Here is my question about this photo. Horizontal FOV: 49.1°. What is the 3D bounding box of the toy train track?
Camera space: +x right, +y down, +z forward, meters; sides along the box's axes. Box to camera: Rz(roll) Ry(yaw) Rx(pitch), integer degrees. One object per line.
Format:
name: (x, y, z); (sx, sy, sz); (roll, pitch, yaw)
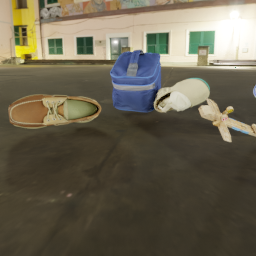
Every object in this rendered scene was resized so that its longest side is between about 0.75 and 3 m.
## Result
toy train track: (2.250, -0.165, 5.883); (1.890, 0.307, 1.084); (16, 47, -33)

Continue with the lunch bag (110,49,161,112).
lunch bag: (0.345, -1.767, 9.558); (1.533, 1.493, 2.257); (5, 39, 10)

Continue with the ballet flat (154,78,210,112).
ballet flat: (1.399, -0.802, 8.022); (0.856, 0.856, 2.463); (-5, 0, -17)

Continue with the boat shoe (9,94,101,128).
boat shoe: (-1.703, -0.466, 6.846); (2.240, 0.848, 0.827); (-9, 4, -28)

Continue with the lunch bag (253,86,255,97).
lunch bag: (3.927, -0.744, 6.371); (0.740, 1.569, 1.959); (24, 24, -37)
